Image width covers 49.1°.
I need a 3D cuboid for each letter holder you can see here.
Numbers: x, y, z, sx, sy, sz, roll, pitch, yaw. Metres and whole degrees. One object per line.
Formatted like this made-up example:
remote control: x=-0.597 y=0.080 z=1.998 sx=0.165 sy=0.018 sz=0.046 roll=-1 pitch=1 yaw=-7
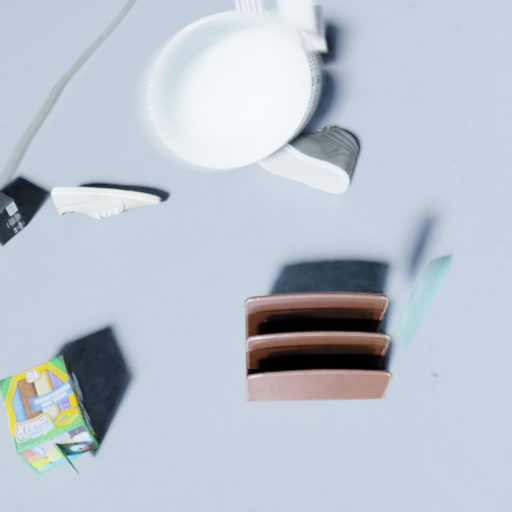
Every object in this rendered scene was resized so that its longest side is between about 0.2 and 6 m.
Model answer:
letter holder: x=0.995 y=1.503 z=9.232 sx=2.362 sy=1.679 sz=1.188 roll=-1 pitch=52 yaw=-1

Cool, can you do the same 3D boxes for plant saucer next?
plant saucer: x=2.347 y=0.599 z=7.937 sx=0.265 sy=1.472 sz=1.472 roll=28 pitch=57 yaw=20

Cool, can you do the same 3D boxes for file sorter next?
file sorter: x=0.297 y=-5.157 z=11.112 sx=1.060 sy=1.182 sz=1.703 roll=-17 pitch=34 yaw=-10

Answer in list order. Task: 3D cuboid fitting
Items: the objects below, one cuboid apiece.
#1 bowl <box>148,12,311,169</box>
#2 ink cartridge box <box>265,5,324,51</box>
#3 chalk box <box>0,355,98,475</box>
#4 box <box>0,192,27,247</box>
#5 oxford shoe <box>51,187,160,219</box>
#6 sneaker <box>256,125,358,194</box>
bowl: x=-0.576 y=-3.176 z=10.271 sx=2.919 sy=2.919 sz=1.312 roll=-12 pitch=44 yaw=-9
ink cartridge box: x=0.886 y=-5.176 z=12.838 sx=1.288 sy=0.941 sz=0.543 roll=-7 pitch=21 yaw=-1
chalk box: x=-3.180 y=2.640 z=8.749 sx=1.039 sy=1.046 sz=1.676 roll=-21 pitch=54 yaw=-16
box: x=-5.545 y=-0.905 z=11.630 sx=1.147 sy=0.852 sz=0.713 roll=26 pitch=56 yaw=19
oxford shoe: x=-3.191 y=-1.120 z=11.982 sx=2.259 sy=0.849 sz=0.652 roll=0 pitch=93 yaw=-10
sneaker: x=1.050 y=-2.520 z=12.872 sx=2.831 sy=1.001 sz=1.404 roll=26 pitch=54 yaw=13
